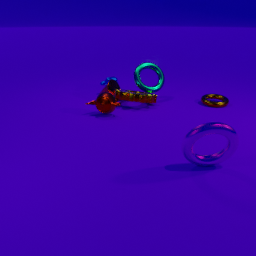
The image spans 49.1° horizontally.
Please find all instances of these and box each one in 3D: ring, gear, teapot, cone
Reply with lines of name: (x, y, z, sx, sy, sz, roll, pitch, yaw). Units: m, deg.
ring: (0.875, -2.077, 11.517, 1.347, 1.347, 0.269, -7, -12, -17)
gear: (0.299, -1.284, 11.194, 1.697, 0.314, 1.697, 7, 12, -2)
teapot: (-0.853, -0.861, 9.862, 1.273, 0.791, 0.623, 4, 16, 14)
ring: (3.487, -1.111, 11.248, 1.109, 0.222, 1.109, 0, 28, 0)
ring: (1.847, 0.388, 6.326, 1.280, 1.280, 0.256, -1, 41, -1)
cone: (-0.926, -1.482, 11.860, 0.941, 0.937, 0.937, -13, 13, 33)

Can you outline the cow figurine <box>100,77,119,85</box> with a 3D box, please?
cow figurine: (-0.694, -1.996, 12.652, 1.116, 0.622, 1.134, -21, -2, -37)
